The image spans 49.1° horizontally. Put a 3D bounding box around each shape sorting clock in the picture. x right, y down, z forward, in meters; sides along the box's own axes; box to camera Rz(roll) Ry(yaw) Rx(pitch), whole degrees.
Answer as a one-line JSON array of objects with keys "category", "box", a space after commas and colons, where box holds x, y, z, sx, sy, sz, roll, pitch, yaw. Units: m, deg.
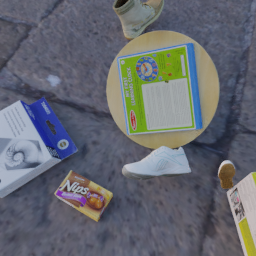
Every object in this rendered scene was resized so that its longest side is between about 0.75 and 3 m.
[{"category": "shape sorting clock", "box": [0.792, -0.928, 7.187, 2.989, 0.586, 2.989, 3, 100, 20]}]

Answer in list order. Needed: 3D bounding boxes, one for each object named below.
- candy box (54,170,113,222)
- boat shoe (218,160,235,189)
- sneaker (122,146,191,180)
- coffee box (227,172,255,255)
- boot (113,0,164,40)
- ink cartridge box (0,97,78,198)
[{"category": "candy box", "box": [-1.052, 1.611, 6.720, 1.209, 0.341, 0.705, 27, 63, 14]}, {"category": "boat shoe", "box": [2.146, 0.969, 6.174, 0.347, 0.980, 0.340, -5, 48, 11]}, {"category": "sneaker", "box": [0.653, 0.830, 6.659, 1.813, 0.638, 0.726, 0, 74, -29]}, {"category": "coffee box", "box": [3.246, 1.823, 5.825, 1.565, 1.550, 1.567, -5, 62, -3]}, {"category": "boot", "box": [0.386, -4.106, 9.298, 0.697, 1.495, 1.933, 36, 81, 32]}, {"category": "ink cartridge box", "box": [-2.785, 0.312, 7.332, 2.200, 0.447, 2.196, -32, 63, -13]}]
